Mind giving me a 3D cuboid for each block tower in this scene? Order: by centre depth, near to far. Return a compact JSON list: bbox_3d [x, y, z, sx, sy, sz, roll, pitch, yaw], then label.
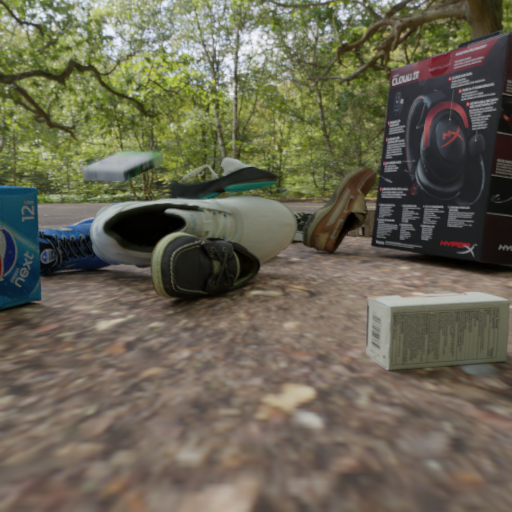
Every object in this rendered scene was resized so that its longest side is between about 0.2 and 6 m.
[{"bbox_3d":[3.729,-0.913,15.235,2.762,0.798,0.746,-1,7,3],"label":"block tower"}]

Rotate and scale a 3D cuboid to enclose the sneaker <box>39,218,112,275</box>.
[{"bbox_3d":[-2.888,-0.048,8.364,2.155,0.846,0.961,-9,15,-6],"label":"sneaker"}]

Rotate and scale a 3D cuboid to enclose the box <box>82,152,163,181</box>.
[{"bbox_3d":[-2.268,-1.551,9.630,0.852,0.215,1.181,6,27,24],"label":"box"}]

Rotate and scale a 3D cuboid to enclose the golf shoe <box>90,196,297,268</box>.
[{"bbox_3d":[-0.765,-0.300,7.855,3.024,1.184,1.470,-6,0,-13],"label":"golf shoe"}]

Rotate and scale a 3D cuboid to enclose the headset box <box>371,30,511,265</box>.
[{"bbox_3d":[3.506,-1.844,9.561,1.413,3.766,2.799,4,4,-24],"label":"headset box"}]

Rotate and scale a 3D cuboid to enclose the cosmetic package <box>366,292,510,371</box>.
[{"bbox_3d":[1.338,0.542,4.177,0.952,0.492,0.415,0,7,-12],"label":"cosmetic package"}]

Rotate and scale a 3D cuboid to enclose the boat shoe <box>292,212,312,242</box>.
[{"bbox_3d":[0.941,-0.751,14.001,0.785,0.707,2.222,3,7,22],"label":"boat shoe"}]

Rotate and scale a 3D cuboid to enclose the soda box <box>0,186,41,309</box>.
[{"bbox_3d":[-4.365,-0.160,6.465,3.877,1.315,1.244,4,8,25],"label":"soda box"}]

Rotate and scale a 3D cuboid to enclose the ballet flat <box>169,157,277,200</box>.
[{"bbox_3d":[-0.547,-1.152,8.492,1.693,0.579,0.576,-15,-2,4],"label":"ballet flat"}]

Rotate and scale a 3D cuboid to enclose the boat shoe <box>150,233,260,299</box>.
[{"bbox_3d":[-0.523,0.098,6.744,0.696,0.757,2.118,0,1,19],"label":"boat shoe"}]

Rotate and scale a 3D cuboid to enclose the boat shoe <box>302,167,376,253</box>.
[{"bbox_3d":[1.869,-0.872,11.502,0.835,2.262,0.856,29,-24,27],"label":"boat shoe"}]
